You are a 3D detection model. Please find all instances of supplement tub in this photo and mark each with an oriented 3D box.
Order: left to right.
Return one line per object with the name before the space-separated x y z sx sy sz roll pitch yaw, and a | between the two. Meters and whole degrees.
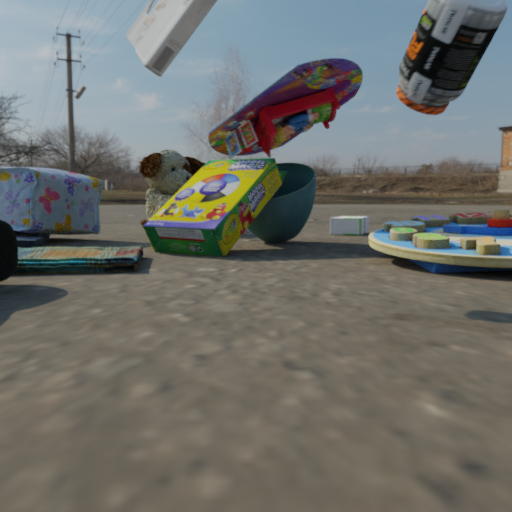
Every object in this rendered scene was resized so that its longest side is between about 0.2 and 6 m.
supplement tub | 3.327 -3.620 9.856 1.262 2.059 1.262 9 45 -9

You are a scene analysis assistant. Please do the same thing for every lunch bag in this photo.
lunch bag | -4.585 -1.073 11.311 2.291 1.456 1.943 9 4 25

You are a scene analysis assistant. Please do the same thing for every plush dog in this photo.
plush dog | -2.140 -1.640 14.131 1.917 2.052 2.389 4 8 33

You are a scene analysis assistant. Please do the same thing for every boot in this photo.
boot | -3.670 -0.010 5.144 1.812 0.866 2.400 -1 0 15

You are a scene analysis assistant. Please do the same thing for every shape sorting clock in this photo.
shape sorting clock | 3.408 -0.299 7.808 3.613 0.709 3.613 -3 6 0

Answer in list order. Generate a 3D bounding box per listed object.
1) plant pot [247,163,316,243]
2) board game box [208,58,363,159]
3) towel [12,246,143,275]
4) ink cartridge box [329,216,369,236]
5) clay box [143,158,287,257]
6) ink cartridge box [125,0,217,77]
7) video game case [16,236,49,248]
plant pot | 0.361 -0.941 10.924 1.741 1.172 1.741 -9 29 5
board game box | 0.679 -2.429 10.427 3.085 0.601 2.437 -29 -13 31
towel | -2.772 0.014 7.488 2.414 0.262 1.770 -1 7 -9
ink cartridge box | 2.225 -0.724 13.346 0.715 0.413 0.983 3 7 24
clay box | -0.605 -0.984 9.569 1.446 0.599 2.517 4 40 30
ink cartridge box | -0.951 -2.663 6.237 0.246 1.100 0.969 28 21 -41
video game case | -4.861 -0.258 10.260 1.825 0.173 1.304 -2 6 -10
